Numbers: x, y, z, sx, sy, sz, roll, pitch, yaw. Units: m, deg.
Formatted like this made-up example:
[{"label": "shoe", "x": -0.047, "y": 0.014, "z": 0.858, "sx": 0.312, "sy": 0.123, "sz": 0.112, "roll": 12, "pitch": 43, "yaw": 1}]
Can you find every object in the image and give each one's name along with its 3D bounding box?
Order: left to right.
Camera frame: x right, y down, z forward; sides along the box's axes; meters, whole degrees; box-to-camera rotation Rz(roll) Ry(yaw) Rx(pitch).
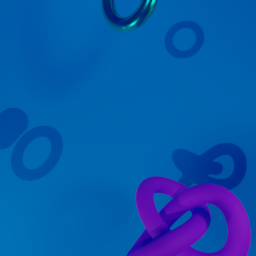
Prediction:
[{"label": "ring", "x": 0.014, "y": -1.943, "z": 4.047, "sx": 1.103, "sy": 0.221, "sz": 1.103, "roll": 3, "pitch": 94, "yaw": 43}, {"label": "knot shape", "x": 0.916, "y": 1.515, "z": 4.373, "sx": 1.866, "sy": 1.994, "sz": 0.921, "roll": -5, "pitch": 122, "yaw": 33}]
